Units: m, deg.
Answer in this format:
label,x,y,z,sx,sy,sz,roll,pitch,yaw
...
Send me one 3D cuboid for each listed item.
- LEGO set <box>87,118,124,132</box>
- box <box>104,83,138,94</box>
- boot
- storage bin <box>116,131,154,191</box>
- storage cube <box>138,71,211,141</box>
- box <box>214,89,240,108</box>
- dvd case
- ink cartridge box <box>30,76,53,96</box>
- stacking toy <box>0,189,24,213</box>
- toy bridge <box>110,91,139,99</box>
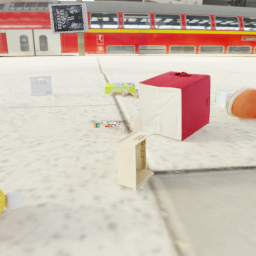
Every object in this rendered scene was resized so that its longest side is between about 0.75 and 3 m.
label,x,y,z,sx,sy,sz,roll,pitch,yaw
LEGO set,-0.674,-0.094,8.296,1.039,0.341,1.390,-2,7,-5
box,-0.312,-1.985,13.898,1.693,0.403,1.032,-2,18,-3
boot,4.488,-0.708,9.002,2.648,0.994,1.420,-6,24,-22
storage bin,0.164,0.551,5.113,0.394,0.842,0.836,7,19,29
storage cube,1.298,-0.652,7.732,1.409,1.649,1.482,16,30,40
box,4.190,-1.177,10.984,1.224,0.592,1.080,-2,18,-5
dvd case,-1.525,-2.847,7.269,0.954,0.717,0.118,-5,18,-5
ink cartridge box,-4.059,-1.970,13.044,1.003,0.870,0.218,-9,20,-27
stacking toy,-2.073,1.074,3.994,1.148,0.839,0.839,11,7,-41
toy bridge,-0.117,-1.541,12.815,1.447,0.197,0.486,10,17,29
